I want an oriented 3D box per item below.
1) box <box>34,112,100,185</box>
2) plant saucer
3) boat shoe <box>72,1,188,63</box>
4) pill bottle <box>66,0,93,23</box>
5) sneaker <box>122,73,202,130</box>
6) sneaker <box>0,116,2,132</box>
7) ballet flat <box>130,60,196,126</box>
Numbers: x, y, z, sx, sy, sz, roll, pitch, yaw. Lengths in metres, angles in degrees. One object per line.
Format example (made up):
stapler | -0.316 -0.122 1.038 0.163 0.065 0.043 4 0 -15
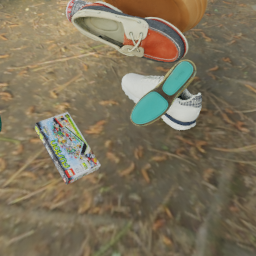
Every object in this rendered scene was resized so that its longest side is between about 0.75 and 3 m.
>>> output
box | -1.064 0.328 4.905 0.652 0.206 1.186 -24 71 -34
plant saucer | 0.526 -3.224 7.197 2.912 2.912 0.545 15 79 15
boat shoe | 0.017 -2.025 6.079 2.575 0.916 0.806 28 42 13
pill bottle | -1.288 -3.706 9.179 1.340 0.777 0.777 22 50 22
sneaker | 0.810 -0.939 7.020 2.370 0.954 0.905 34 48 29
sneaker | -3.313 -0.945 5.421 1.136 2.842 1.014 -2 31 45
ballet flat | 0.671 -0.606 5.168 1.513 0.535 0.535 -47 50 14
